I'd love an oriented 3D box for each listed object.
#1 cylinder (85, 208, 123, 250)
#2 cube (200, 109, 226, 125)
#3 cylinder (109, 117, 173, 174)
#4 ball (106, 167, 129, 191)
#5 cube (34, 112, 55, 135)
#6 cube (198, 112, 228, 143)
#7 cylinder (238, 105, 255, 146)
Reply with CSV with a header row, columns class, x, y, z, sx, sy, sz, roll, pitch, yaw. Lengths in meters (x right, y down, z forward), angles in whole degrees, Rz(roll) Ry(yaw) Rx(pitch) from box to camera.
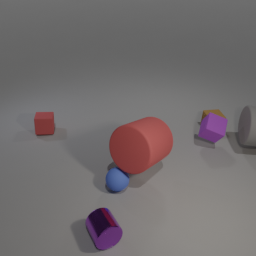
class,x,y,z,sx,sy,sz,roll,pitch,yaw
cylinder,-0.585,2.416,6.760,0.700,0.700,0.700,-15,33,-24
cube,3.446,-0.276,11.369,0.700,0.700,0.700,-4,35,-10
cylinder,0.403,0.466,8.163,1.400,1.400,1.400,19,21,29
ball,-0.308,1.497,8.196,0.700,0.700,0.700,0,30,0
cube,-3.338,-0.198,11.220,0.700,0.700,0.700,-1,26,-11
cube,3.030,-0.004,10.010,0.700,0.700,0.700,22,63,-2
cylinder,4.741,-0.032,9.718,1.400,1.400,1.400,6,30,5
